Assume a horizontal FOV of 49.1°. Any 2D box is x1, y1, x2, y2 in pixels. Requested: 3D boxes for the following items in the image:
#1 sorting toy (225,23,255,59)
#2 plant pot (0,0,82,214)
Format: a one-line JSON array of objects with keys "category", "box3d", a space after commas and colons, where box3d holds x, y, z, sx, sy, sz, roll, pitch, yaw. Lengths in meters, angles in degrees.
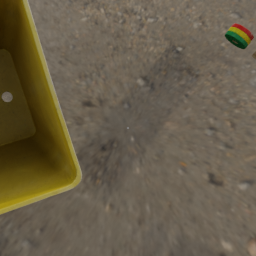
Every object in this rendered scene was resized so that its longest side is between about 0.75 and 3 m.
[{"category": "sorting toy", "box3d": [2.945, -1.063, 4.602, 2.825, 1.362, 0.478, 39, 101, 10]}, {"category": "plant pot", "box3d": [-2.463, -0.288, 4.098, 2.660, 2.346, 2.660, -18, 103, -15]}]
